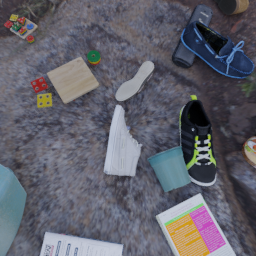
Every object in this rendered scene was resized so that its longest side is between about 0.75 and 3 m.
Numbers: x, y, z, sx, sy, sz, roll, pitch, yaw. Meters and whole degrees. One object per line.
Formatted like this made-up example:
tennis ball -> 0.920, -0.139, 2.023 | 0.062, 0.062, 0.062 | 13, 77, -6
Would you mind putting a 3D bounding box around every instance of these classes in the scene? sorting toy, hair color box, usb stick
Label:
sorting toy -> -1.864, -1.474, 9.229 | 2.630, 0.445, 1.268 | -30, 72, -12
hair color box -> -1.193, 3.368, 7.231 | 2.046, 0.619, 1.023 | 9, 69, 3
usb stick -> 2.316, -3.287, 9.936 | 0.762, 0.448, 2.747 | 24, 70, 5
sorting toy -> -3.866, -3.736, 10.225 | 1.501, 0.254, 0.723 | 35, 72, 13

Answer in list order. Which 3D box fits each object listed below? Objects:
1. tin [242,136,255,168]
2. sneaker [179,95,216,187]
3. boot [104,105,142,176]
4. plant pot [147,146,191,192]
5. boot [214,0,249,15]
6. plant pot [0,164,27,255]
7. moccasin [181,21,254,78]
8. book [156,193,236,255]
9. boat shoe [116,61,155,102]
tin -> 4.178, 0.938, 8.366 | 1.604, 0.336, 0.898 | 40, 70, 14
sneaker -> 1.986, 0.336, 8.155 | 0.967, 1.116, 2.696 | -7, 69, -3
boot -> -0.075, 0.391, 8.416 | 1.014, 0.781, 2.123 | 9, 77, -4
plant pot -> 1.214, 1.182, 7.928 | 1.063, 1.063, 1.041 | -19, 77, -7
boot -> 3.652, -5.324, 10.658 | 0.939, 0.916, 2.488 | -17, 72, -28
plant pot -> -4.142, 2.051, 6.698 | 2.843, 2.851, 2.904 | 30, 60, 12
moccasin -> 3.013, -2.511, 9.162 | 2.693, 0.918, 1.084 | 25, 70, -6
book -> 1.864, 3.021, 7.465 | 1.422, 0.512, 2.129 | -23, 71, -11
boat shoe -> 0.289, -1.448, 9.241 | 0.572, 0.487, 1.711 | 39, 81, 22
